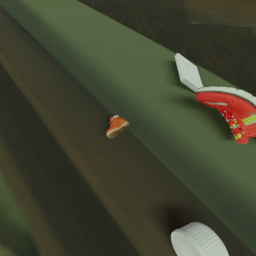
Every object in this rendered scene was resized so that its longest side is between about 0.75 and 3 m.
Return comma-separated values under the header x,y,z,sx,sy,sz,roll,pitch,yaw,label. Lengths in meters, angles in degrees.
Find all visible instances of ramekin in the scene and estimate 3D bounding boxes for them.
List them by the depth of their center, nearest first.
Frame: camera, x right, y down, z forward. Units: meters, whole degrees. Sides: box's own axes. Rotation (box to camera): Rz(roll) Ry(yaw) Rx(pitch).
x,y,z,sx,sy,sz,roll,pitch,yaw,label
1.275,2.154,4.894,0.496,1.065,1.065,-26,51,-23,ramekin

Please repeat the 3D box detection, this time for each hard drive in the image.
x,y,z,sx,sy,sz,roll,pitch,yaw,label
1.957,-1.729,8.945,0.928,0.188,1.407,28,38,-26,hard drive

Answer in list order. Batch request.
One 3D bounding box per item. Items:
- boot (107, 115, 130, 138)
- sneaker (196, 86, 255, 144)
x,y,z,sx,sy,sz,roll,pitch,yaw,label
-0.364,-0.047,7.226,0.454,0.318,0.847,42,37,9,boot
2.750,-0.194,6.728,2.581,0.994,1.096,25,88,-2,sneaker
